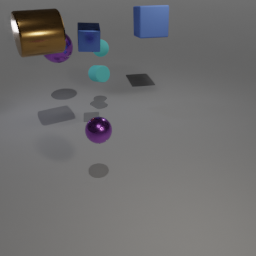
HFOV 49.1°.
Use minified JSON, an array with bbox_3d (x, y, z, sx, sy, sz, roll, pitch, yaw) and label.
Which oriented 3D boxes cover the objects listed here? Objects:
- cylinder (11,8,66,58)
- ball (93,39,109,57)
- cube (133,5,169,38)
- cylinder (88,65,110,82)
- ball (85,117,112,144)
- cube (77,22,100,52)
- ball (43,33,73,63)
[{"bbox_3d":[-2.900,-3.082,9.082,1.400,1.400,1.400,-15,33,-24],"label":"cylinder"},{"bbox_3d":[-1.152,-3.344,11.730,0.700,0.700,0.700,0,29,0],"label":"ball"},{"bbox_3d":[1.086,-5.156,13.546,1.400,1.400,1.400,-6,24,-10],"label":"cube"},{"bbox_3d":[-1.248,-2.339,12.070,0.700,0.700,0.700,-20,22,-31],"label":"cylinder"},{"bbox_3d":[-0.760,0.054,7.246,0.700,0.700,0.700,0,29,0],"label":"ball"},{"bbox_3d":[-1.260,-2.919,9.009,0.700,0.700,0.700,-2,41,-9],"label":"cube"},{"bbox_3d":[-3.140,-3.583,12.351,1.400,1.400,1.400,0,29,0],"label":"ball"}]
